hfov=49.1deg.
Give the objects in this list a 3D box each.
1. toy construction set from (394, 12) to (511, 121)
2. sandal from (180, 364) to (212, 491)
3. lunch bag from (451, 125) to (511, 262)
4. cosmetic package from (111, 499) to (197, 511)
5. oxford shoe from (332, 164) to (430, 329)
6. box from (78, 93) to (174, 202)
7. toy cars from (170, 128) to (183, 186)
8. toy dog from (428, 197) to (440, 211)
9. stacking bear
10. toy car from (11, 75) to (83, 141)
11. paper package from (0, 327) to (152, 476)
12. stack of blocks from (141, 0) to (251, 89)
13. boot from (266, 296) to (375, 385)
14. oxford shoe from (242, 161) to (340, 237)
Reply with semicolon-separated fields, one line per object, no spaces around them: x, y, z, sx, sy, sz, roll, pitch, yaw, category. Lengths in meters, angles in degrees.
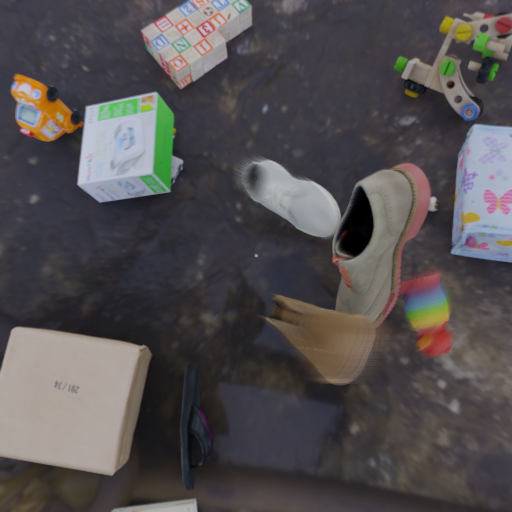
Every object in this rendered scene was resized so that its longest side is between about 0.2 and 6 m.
3.716;-3.867;10.515;1.823;1.979;2.373;24;56;18;toy construction set
-0.953;2.764;9.109;0.473;0.743;1.978;0;75;4;sandal
4.777;-0.956;9.693;2.470;1.570;2.094;6;74;12;lunch bag
-1.608;4.315;8.846;1.354;0.481;0.712;-8;76;-2;cosmetic package
1.570;0.056;8.685;1.192;3.188;1.123;-12;39;-27;oxford shoe
-2.310;-1.924;10.089;1.453;0.796;1.647;-5;69;14;box
-1.683;-1.866;10.582;0.552;0.273;1.231;-13;79;-3;toy cars
3.120;-0.913;10.291;0.500;0.349;0.485;-14;88;-4;toy dog
2.733;0.969;8.923;0.704;0.752;1.239;-8;82;-37;stacking bear
-3.143;-2.149;10.087;2.821;1.384;0.939;28;80;6;toy car
-2.971;2.300;9.052;2.129;1.101;2.029;9;75;2;paper package
-1.059;-4.392;11.052;2.036;0.596;1.172;-38;79;-10;stack of blocks
0.844;1.150;8.328;1.071;2.838;1.045;27;85;-11;boot
0.511;-0.972;9.388;0.659;0.858;2.282;-4;32;-39;oxford shoe
